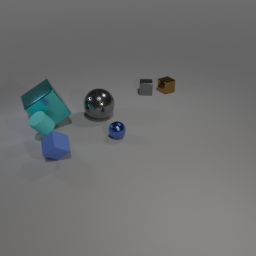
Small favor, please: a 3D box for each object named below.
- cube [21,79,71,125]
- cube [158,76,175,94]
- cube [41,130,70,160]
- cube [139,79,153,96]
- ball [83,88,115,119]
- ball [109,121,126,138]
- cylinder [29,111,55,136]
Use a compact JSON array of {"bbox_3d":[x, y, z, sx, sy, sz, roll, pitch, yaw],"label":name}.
[{"bbox_3d":[-3.526,-0.983,12.023,1.400,1.400,1.400,-36,38,-5],"label":"cube"},{"bbox_3d":[2.116,-2.366,15.483,0.700,0.700,0.700,-19,36,-25],"label":"cube"},{"bbox_3d":[-2.571,0.619,9.941,0.700,0.700,0.700,23,41,-46],"label":"cube"},{"bbox_3d":[0.977,-2.227,15.280,0.700,0.700,0.700,1,31,2],"label":"cube"},{"bbox_3d":[-1.308,-1.091,12.677,1.400,1.400,1.400,0,31,0],"label":"ball"},{"bbox_3d":[-0.439,0.074,11.371,0.700,0.700,0.700,0,31,0],"label":"ball"},{"bbox_3d":[-3.314,-0.176,10.800,0.700,0.700,0.700,-16,50,20],"label":"cylinder"}]
